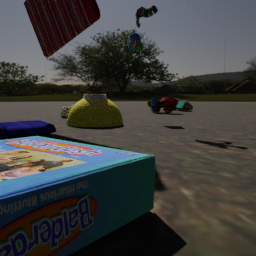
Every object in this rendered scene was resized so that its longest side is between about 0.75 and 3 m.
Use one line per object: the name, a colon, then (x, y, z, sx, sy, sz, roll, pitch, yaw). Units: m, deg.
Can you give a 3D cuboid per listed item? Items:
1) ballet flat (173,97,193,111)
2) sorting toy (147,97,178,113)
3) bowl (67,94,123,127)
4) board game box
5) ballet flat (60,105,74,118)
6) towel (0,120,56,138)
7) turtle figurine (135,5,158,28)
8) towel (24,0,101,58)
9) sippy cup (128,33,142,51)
ballet flat: (3.314, -1.415, 17.889, 0.911, 0.821, 2.420, 22, 2, -25)
sorting toy: (1.779, -1.124, 15.366, 1.222, 0.835, 2.033, 14, -14, -33)
bowl: (-1.074, -0.609, 9.184, 1.862, 1.002, 1.862, 1, 7, 0)
board game box: (-1.111, 0.467, 1.928, 1.685, 0.498, 2.215, 5, 8, 39)
ballet flat: (-2.194, -0.688, 11.782, 1.716, 0.596, 0.596, 4, 8, 32)
towel: (-2.479, 0.046, 6.724, 0.916, 0.307, 1.241, 15, 15, 42)
turtle figurine: (0.487, -3.593, 8.937, 0.526, 0.781, 1.044, 44, -9, -20)
towel: (-1.967, -3.426, 8.081, 2.667, 1.929, 0.300, -18, 3, 41)
sippy cup: (0.287, -3.507, 11.367, 0.752, 0.551, 0.591, 29, 62, 22)
